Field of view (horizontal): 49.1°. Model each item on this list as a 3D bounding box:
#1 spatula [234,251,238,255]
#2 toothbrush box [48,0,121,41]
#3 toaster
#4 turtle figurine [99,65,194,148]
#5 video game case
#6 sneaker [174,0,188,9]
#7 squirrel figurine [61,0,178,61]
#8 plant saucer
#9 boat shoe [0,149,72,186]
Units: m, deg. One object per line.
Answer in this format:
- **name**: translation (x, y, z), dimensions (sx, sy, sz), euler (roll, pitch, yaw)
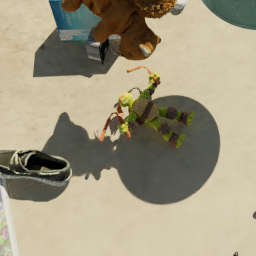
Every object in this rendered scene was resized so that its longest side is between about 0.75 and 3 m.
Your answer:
- **spatula**: translation (2.541, 3.379, 6.609), dimensions (0.246, 0.089, 0.870), euler (9, 69, 3)
- **toothbrush box**: translation (-1.037, -3.609, 8.514), dimensions (2.337, 1.711, 0.997), euler (-3, 68, -3)
- **toaster**: translation (-0.918, -2.533, 8.604), dimensions (0.508, 0.774, 0.855), euler (13, 68, 8)
- **turtle figurine**: translation (0.531, -0.307, 7.635), dimensions (2.227, 0.889, 2.762), euler (28, 59, 1)
- **video game case**: translation (-3.777, 2.599, 6.840), dimensions (1.880, 0.237, 2.626), euler (-18, 69, -7)
- **sneaker**: translation (1.838, -4.876, 9.610), dimensions (0.619, 0.600, 1.696), euler (10, 69, 4)
- **squirrel figurine**: translation (0.106, -2.454, 5.850), dimensions (1.941, 2.079, 1.471), euler (52, 33, -11)
- **plant saucer**: translation (2.461, -2.705, 5.860), dimensions (2.781, 2.781, 0.535), euler (26, 92, 10)
- **boat shoe**: translation (-2.598, 0.857, 7.169), dimensions (2.352, 0.749, 0.831), euler (9, 51, 1)
